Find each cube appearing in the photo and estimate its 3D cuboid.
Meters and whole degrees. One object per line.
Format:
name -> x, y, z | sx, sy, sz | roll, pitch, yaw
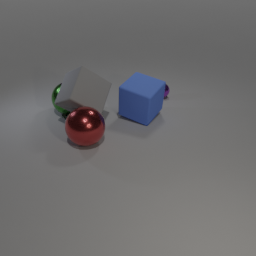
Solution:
cube -> -1.727, -1.329, 10.772 | 1.400, 1.400, 1.400 | 27, -19, -33
cube -> 0.558, -1.210, 11.451 | 1.400, 1.400, 1.400 | 23, 46, 21

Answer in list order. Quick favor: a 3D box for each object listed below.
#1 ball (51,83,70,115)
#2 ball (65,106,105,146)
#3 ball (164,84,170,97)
ball -> -2.537, -1.265, 11.934 | 1.400, 1.400, 1.400 | 0, 29, 0
ball -> -1.493, -0.058, 9.800 | 1.400, 1.400, 1.400 | 0, 29, 0
ball -> 1.652, -1.814, 13.502 | 0.700, 0.700, 0.700 | 0, 29, 0
